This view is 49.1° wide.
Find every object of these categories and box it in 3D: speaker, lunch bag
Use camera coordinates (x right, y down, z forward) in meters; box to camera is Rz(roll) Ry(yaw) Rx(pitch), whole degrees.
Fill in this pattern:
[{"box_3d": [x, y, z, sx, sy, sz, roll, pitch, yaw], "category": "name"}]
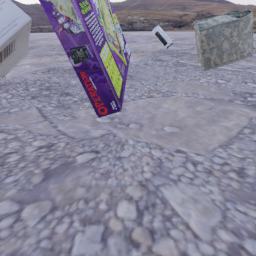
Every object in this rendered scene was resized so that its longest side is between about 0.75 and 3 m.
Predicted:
[{"box_3d": [1.204, -3.177, 9.786, 0.327, 0.807, 0.327, -39, -2, -2], "category": "speaker"}, {"box_3d": [2.989, -2.728, 8.606, 1.690, 1.386, 0.994, -12, 35, 9], "category": "lunch bag"}]

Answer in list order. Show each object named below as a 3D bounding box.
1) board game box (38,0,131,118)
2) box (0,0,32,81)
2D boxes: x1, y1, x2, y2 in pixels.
[{"box_3d": [-0.491, -1.601, 4.658, 0.478, 1.776, 2.960, -14, 27, 11], "category": "board game box"}, {"box_3d": [-3.109, -1.709, 5.907, 1.755, 1.153, 1.765, -55, 11, -24], "category": "box"}]
